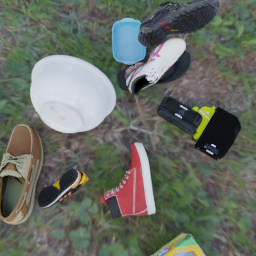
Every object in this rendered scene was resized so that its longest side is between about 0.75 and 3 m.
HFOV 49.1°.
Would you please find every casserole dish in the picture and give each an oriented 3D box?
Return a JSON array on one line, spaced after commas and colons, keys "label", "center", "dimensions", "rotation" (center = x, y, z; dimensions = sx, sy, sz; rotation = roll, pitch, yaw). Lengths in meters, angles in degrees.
[{"label": "casserole dish", "center": [0.026, -2.915, 9.620], "dimensions": [1.118, 0.358, 1.845], "rotation": [-2, 73, -1]}]

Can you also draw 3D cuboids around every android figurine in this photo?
[{"label": "android figurine", "center": [2.375, -0.170, 8.791], "dimensions": [1.259, 0.258, 1.146], "rotation": [-37, 76, -9]}]

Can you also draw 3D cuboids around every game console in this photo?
[{"label": "game console", "center": [2.106, -0.209, 8.559], "dimensions": [2.477, 0.299, 1.461], "rotation": [32, 78, 11]}]

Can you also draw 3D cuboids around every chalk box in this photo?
[{"label": "chalk box", "center": [1.012, 3.750, 6.981], "dimensions": [2.055, 1.279, 1.272], "rotation": [-31, 75, -11]}]

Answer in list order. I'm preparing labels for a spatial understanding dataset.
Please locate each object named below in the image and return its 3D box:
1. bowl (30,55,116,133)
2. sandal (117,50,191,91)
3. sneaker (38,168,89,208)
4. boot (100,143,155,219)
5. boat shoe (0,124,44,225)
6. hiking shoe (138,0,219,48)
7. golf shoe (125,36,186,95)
[{"label": "bowl", "center": [-1.638, -0.644, 7.655], "dimensions": [2.492, 2.492, 1.120], "rotation": [11, 53, 4]}, {"label": "sandal", "center": [0.911, -1.891, 9.105], "dimensions": [2.604, 0.623, 0.979], "rotation": [-21, 79, -5]}, {"label": "sneaker", "center": [-1.823, 1.803, 7.994], "dimensions": [1.627, 0.732, 0.569], "rotation": [-39, 55, 14]}, {"label": "boot", "center": [-0.098, 1.481, 8.024], "dimensions": [1.493, 0.749, 2.069], "rotation": [-7, 76, -1]}, {"label": "boat shoe", "center": [-3.064, 1.233, 7.882], "dimensions": [1.074, 1.049, 2.839], "rotation": [-2, 74, 0]}, {"label": "hiking shoe", "center": [1.277, -3.129, 7.644], "dimensions": [2.291, 0.868, 1.153], "rotation": [-15, 60, 24]}, {"label": "golf shoe", "center": [0.857, -1.768, 8.285], "dimensions": [2.147, 0.780, 0.989], "rotation": [-36, 44, 27]}]
